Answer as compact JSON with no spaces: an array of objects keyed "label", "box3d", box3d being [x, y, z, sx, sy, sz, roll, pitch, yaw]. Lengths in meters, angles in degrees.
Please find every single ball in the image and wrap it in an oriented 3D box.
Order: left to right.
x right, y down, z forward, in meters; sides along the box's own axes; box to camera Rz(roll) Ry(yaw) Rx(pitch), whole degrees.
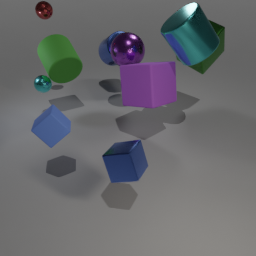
[{"label":"ball","box3d":[-3.395,-1.759,11.181,0.700,0.700,0.700,0,30,0]},{"label":"ball","box3d":[-3.428,-4.809,11.449,0.700,0.700,0.700,0,30,0]},{"label":"ball","box3d":[-0.014,-3.115,11.267,1.400,1.400,1.400,0,30,0]}]

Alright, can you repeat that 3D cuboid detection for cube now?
[{"label":"cube","box3d":[-1.990,-0.055,7.332,0.700,0.700,0.700,-39,25,8]},{"label":"cube","box3d":[-0.045,0.747,6.313,0.700,0.700,0.700,-9,18,27]},{"label":"cube","box3d":[0.721,-1.534,9.752,1.400,1.400,1.400,9,20,42]},{"label":"cube","box3d":[2.784,-3.272,10.982,1.400,1.400,1.400,39,83,28]}]

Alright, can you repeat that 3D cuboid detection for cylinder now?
[{"label":"cylinder","box3d":[-2.726,-2.761,11.228,1.400,1.400,1.400,-17,61,-27]},{"label":"cylinder","box3d":[-0.557,-3.782,13.466,1.400,1.400,1.400,-13,9,-22]},{"label":"cylinder","box3d":[1.991,-2.986,9.017,1.400,1.400,1.400,-32,30,21]}]
